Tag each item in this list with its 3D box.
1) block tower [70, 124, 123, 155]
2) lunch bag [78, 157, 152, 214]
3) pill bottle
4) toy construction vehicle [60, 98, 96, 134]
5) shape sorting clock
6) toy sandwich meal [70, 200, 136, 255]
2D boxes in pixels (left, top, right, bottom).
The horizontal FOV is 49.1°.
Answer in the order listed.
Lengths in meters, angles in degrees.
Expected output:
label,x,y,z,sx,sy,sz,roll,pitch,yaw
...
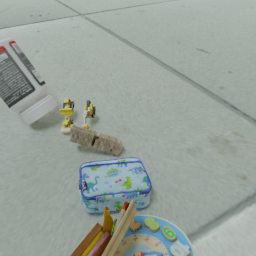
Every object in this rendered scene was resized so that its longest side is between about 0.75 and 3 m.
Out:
label,x,y,z,sx,sy,sz,roll,pitch,yaw
block tower,-0.898,0.330,7.700,1.438,0.416,0.388,18,14,-9
lunch bag,-0.342,1.290,6.595,1.636,0.674,1.315,-3,32,-9
pill bottle,-3.315,-1.346,8.486,1.343,2.358,1.343,-31,16,10
toy construction vehicle,-1.610,-0.452,8.621,1.104,0.447,1.268,-2,53,10
shape sorting clock,0.198,2.458,5.258,2.122,0.416,2.122,-4,34,2
toy sandwich meal,-0.465,1.887,4.756,0.583,1.704,1.704,30,44,7
